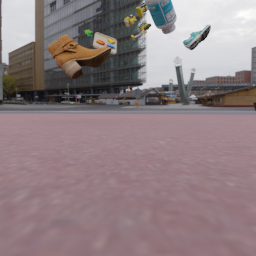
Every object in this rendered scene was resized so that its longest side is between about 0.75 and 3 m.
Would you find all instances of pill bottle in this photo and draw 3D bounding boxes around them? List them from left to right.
[{"bbox_3d":[1.104,-3.755,9.034,0.772,0.772,1.394,3,-37,34],"label":"pill bottle"}]

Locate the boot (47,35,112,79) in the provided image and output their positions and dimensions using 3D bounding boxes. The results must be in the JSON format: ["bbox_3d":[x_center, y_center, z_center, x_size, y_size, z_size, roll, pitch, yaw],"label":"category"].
[{"bbox_3d":[-1.844,-2.989,10.747,2.137,1.653,0.787,-36,-14,-25],"label":"boot"}]

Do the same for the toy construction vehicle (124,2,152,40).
[{"bbox_3d":[0.444,-3.782,9.965,1.074,0.935,0.378,-38,48,-12],"label":"toy construction vehicle"}]

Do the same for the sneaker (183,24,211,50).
[{"bbox_3d":[2.584,-3.462,10.443,0.498,1.250,0.484,47,-6,28],"label":"sneaker"}]

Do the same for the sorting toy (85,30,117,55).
[{"bbox_3d":[-1.167,-3.714,11.891,1.480,1.094,0.218,16,-44,-16],"label":"sorting toy"}]
